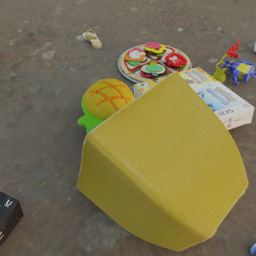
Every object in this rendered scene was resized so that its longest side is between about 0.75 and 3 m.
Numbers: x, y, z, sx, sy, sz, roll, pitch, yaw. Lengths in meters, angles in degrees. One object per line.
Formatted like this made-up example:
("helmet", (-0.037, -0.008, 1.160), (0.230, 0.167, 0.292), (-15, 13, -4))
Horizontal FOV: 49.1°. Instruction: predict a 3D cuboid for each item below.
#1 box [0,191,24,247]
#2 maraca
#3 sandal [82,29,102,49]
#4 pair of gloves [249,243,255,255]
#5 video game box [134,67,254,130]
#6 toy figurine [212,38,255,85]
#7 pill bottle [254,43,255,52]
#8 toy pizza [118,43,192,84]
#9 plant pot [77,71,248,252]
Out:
("box", (-3.007, 2.140, 5.996), (0.749, 0.863, 1.411), (23, 51, 8))
("maraca", (-0.608, -0.597, 8.343), (1.645, 1.283, 2.399), (9, 44, 2))
("sandal", (-1.555, -4.010, 12.144), (0.555, 0.498, 1.515), (-21, 50, -19))
("pair of gloves", (3.346, 2.801, 5.917), (1.435, 0.163, 1.154), (24, 51, 20))
("video game box", (1.917, -0.799, 8.788), (2.595, 0.667, 2.848), (-16, 41, -18))
("toy figurine", (4.006, -2.121, 9.998), (1.281, 1.128, 2.139), (31, 55, 20))
("pill bottle", (6.007, -3.303, 11.156), (1.645, 0.957, 0.957), (12, 48, 12))
("toy pizza", (1.033, -2.605, 10.836), (2.859, 0.453, 2.859), (0, 46, 0))
("plant pot", (0.834, 0.989, 6.048), (2.716, 2.655, 2.637), (43, 59, 15))
